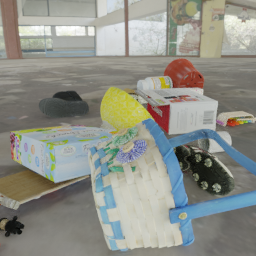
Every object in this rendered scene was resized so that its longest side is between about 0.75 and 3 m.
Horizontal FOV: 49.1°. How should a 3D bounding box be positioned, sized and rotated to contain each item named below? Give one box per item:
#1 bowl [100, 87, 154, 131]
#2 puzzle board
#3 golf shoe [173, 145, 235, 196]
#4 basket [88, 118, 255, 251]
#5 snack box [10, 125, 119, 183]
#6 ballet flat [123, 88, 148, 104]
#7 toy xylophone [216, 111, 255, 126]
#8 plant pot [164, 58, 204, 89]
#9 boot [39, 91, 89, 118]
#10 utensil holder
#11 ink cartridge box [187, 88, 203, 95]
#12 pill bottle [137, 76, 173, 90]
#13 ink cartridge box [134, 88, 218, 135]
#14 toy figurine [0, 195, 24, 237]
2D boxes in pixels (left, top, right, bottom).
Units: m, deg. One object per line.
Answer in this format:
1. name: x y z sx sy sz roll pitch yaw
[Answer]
1. bowl: -0.192 -0.148 8.790 1.132 2.103 2.103 -47 34 -11
2. puzzle board: -2.044 1.220 6.426 1.398 0.161 1.855 9 15 39
3. golf shoe: 1.900 0.872 6.760 0.949 0.832 2.155 -1 17 -24
4. basket: 0.745 0.840 5.003 2.758 1.918 2.431 -12 20 -8
5. snack box: -1.452 0.477 7.015 2.121 0.851 2.515 -8 12 -41
6. ballet flat: 0.571 -1.577 14.639 2.311 0.793 0.728 12 49 39
7. toy xylophone: 4.337 -0.344 11.074 1.543 0.388 1.130 -3 18 -9
8. plant pot: 3.400 -2.905 16.659 2.062 2.062 2.005 -4 26 -11
9. boot: -3.142 -1.255 12.998 2.146 0.855 2.604 4 20 -25
10. utensil holder: 2.594 0.422 8.386 0.756 0.643 0.643 -3 18 -18
11. ink cartridge box: 3.601 -1.844 15.283 0.964 0.620 0.604 -3 18 -12
12. pill bottle: 1.556 -2.469 16.476 1.906 1.075 1.075 -8 20 -24
13. ink cartridge box: 1.702 -0.754 11.046 2.454 1.172 2.795 -4 19 -11
14. toy figurine: -2.222 1.557 4.692 0.547 0.773 0.786 3 17 29
